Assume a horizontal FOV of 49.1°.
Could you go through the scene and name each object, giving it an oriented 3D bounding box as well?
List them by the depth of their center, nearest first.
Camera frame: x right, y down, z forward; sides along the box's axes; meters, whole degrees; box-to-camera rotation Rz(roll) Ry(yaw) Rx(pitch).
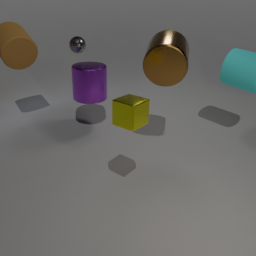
[{"bbox_3d":[0.070,-0.414,7.244,0.700,0.700,0.700,19,29,33],"label":"cube"},{"bbox_3d":[1.262,-2.280,9.105,1.400,1.400,1.400,6,38,9],"label":"cylinder"},{"bbox_3d":[4.459,-2.158,10.575,1.400,1.400,1.400,28,41,35],"label":"cylinder"},{"bbox_3d":[-4.491,-3.263,11.099,1.400,1.400,1.400,-19,50,-29],"label":"cylinder"},{"bbox_3d":[-1.554,-1.858,11.373,1.400,1.400,1.400,1,25,-1],"label":"cylinder"},{"bbox_3d":[-2.141,-3.526,11.881,0.700,0.700,0.700,0,30,0],"label":"ball"}]
